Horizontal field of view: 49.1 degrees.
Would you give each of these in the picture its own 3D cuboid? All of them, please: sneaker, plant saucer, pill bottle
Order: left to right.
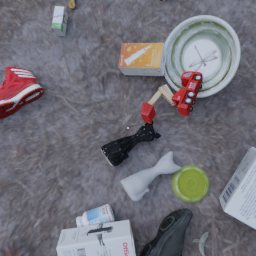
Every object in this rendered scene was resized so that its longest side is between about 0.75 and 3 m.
[{"bbox_3d":[-4.302,-1.265,9.868,2.347,0.920,1.356,-27,73,-17],"label":"sneaker"},{"bbox_3d":[-1.067,2.969,9.171,1.159,0.630,0.630,-19,81,-2],"label":"pill bottle"},{"bbox_3d":[1.386,3.699,9.024,1.104,0.924,2.433,37,89,-4],"label":"sneaker"},{"bbox_3d":[2.169,1.905,9.568,1.308,0.203,1.308,0,81,-1],"label":"plant saucer"},{"bbox_3d":[2.510,-2.416,9.693,2.726,0.684,2.726,4,98,31],"label":"plant saucer"}]

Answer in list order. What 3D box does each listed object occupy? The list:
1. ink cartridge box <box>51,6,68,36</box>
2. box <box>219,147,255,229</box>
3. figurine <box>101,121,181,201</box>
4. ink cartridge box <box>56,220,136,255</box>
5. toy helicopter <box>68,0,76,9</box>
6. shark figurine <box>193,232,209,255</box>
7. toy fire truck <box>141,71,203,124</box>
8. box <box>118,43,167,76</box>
[{"bbox_3d":[-2.507,-3.926,10.317,0.379,0.629,0.866,4,81,1],"label":"ink cartridge box"},{"bbox_3d":[4.399,2.064,8.612,2.284,1.198,2.101,29,100,7],"label":"box"},{"bbox_3d":[0.485,1.038,9.425,2.063,0.910,2.114,-31,83,-9],"label":"figurine"},{"bbox_3d":[-0.875,3.887,8.602,2.219,0.929,1.601,-8,105,-1],"label":"ink cartridge box"},{"bbox_3d":[-2.144,-5.091,10.632,0.750,0.447,1.134,5,89,-2],"label":"toy helicopter"},{"bbox_3d":[2.477,3.952,9.140,0.568,0.396,0.950,-11,79,0],"label":"shark figurine"},{"bbox_3d":[1.501,-1.062,9.466,1.532,0.530,2.173,15,65,26],"label":"toy fire truck"},{"bbox_3d":[0.523,-2.396,9.814,1.488,0.725,0.926,5,79,19],"label":"box"}]
